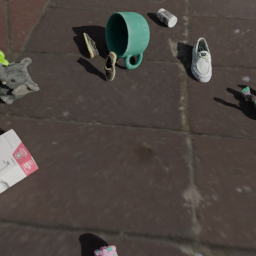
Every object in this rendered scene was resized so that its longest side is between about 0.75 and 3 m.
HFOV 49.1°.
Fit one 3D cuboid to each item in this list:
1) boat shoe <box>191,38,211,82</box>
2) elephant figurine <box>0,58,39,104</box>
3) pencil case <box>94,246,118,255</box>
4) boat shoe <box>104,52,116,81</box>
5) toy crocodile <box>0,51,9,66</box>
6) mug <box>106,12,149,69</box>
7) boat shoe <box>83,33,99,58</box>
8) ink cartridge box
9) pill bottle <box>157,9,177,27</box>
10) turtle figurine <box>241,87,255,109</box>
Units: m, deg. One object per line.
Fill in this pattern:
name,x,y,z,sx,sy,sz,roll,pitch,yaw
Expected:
boat shoe,2.710,-2.585,10.432,0.708,0.643,1.926,-2,55,-1
elephant figurine,-3.427,-1.531,8.649,1.411,1.995,1.547,45,56,-24
pencil case,-0.413,3.367,6.325,0.564,0.564,1.290,-10,54,-7
boat shoe,-0.670,-2.114,9.773,0.395,1.080,0.350,23,39,21
toy crocodile,-5.260,-2.721,10.657,1.759,0.543,0.594,29,58,13
mug,0.044,-3.336,10.535,1.179,1.906,1.566,-16,37,-33
boat shoe,-1.472,-3.261,11.062,0.414,0.451,1.261,-11,59,-17
ink cartridge box,-3.647,1.052,7.831,1.744,0.722,1.278,-34,61,-21
pill bottle,1.658,-4.752,12.055,0.482,0.482,0.853,-29,60,-19
turtle figurine,4.499,-0.766,9.036,1.297,0.872,1.733,0,38,-18
